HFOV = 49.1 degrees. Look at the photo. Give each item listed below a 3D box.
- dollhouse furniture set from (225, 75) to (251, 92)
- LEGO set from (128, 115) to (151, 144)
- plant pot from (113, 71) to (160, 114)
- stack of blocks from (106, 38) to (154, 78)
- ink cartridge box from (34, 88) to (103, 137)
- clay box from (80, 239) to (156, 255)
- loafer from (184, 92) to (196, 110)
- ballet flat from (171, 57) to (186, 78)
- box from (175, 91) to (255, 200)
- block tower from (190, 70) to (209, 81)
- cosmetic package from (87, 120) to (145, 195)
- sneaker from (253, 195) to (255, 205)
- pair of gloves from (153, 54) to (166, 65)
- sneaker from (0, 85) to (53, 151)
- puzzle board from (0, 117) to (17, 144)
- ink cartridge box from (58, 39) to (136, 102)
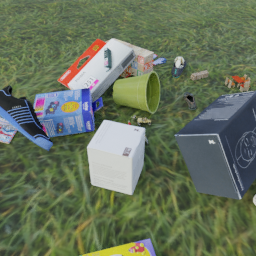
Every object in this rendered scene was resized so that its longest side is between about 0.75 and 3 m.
[{"bbox_3d":[4.965,-2.048,12.359,0.983,0.506,0.972,-10,40,-12],"label":"dollhouse furniture set"},{"bbox_3d":[0.105,0.066,9.714,1.298,0.566,1.998,5,40,7],"label":"LEGO set"},{"bbox_3d":[0.279,-1.389,10.935,1.539,1.621,1.621,4,38,24],"label":"plant pot"},{"bbox_3d":[-0.005,-3.084,12.939,2.400,1.382,0.703,29,47,31],"label":"stack of blocks"},{"bbox_3d":[-2.111,-0.599,10.159,2.422,0.924,1.652,-7,40,-5],"label":"ink cartridge box"},{"bbox_3d":[-0.332,3.197,5.924,2.043,0.486,1.174,-9,39,-12],"label":"clay box"},{"bbox_3d":[2.534,-1.191,11.384,0.411,0.360,1.145,-13,40,4],"label":"loafer"},{"bbox_3d":[2.487,-3.082,13.553,0.643,0.643,1.759,12,40,14],"label":"ballet flat"},{"bbox_3d":[2.830,0.383,7.831,2.569,1.907,1.376,-35,20,-35],"label":"box"},{"bbox_3d":[3.360,-2.458,13.077,0.883,0.239,0.255,-18,43,-21],"label":"block tower"},{"bbox_3d":[-0.288,0.826,7.991,1.279,1.550,1.277,11,40,13],"label":"cosmetic package"},{"bbox_3d":[4.075,1.664,7.825,1.779,0.673,0.685,-23,20,-24],"label":"sneaker"},{"bbox_3d":[1.396,-3.551,14.508,0.947,0.134,1.178,-31,48,-32],"label":"pair of gloves"},{"bbox_3d":[-3.140,-0.324,8.664,2.368,0.830,0.922,41,77,-4],"label":"sneaker"},{"bbox_3d":[-4.738,-0.054,9.867,1.551,0.135,1.169,16,39,-8],"label":"puzzle board"},{"bbox_3d":[-1.478,-2.673,11.987,2.468,0.619,2.844,35,78,29],"label":"ink cartridge box"}]
